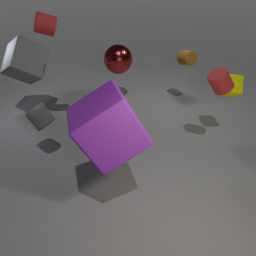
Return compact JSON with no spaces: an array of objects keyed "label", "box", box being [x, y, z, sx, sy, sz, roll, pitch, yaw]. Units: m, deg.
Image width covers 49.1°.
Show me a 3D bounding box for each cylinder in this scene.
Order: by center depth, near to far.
[{"label":"cylinder","box":[-2.896,-0.368,9.279,0.700,0.700,0.700,-37,7,5]},{"label":"cylinder","box":[3.146,-1.586,9.507,0.700,0.700,0.700,-28,32,19]},{"label":"cylinder","box":[-2.901,-3.632,9.798,0.700,0.700,0.700,9,25,-24]},{"label":"cylinder","box":[2.839,-3.363,13.450,0.700,0.700,0.700,-14,21,-23]}]

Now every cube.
[{"label":"cube","box":[-0.477,-0.048,6.698,1.400,1.400,1.400,-33,31,3]},{"label":"cube","box":[3.873,-1.618,10.656,0.700,0.700,0.700,6,-4,-9]},{"label":"cube","box":[-4.398,-2.848,11.957,1.400,1.400,1.400,19,-15,-37]}]

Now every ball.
[{"label":"ball","box":[-0.481,-3.343,13.629,1.400,1.400,1.400,0,30,0]}]
